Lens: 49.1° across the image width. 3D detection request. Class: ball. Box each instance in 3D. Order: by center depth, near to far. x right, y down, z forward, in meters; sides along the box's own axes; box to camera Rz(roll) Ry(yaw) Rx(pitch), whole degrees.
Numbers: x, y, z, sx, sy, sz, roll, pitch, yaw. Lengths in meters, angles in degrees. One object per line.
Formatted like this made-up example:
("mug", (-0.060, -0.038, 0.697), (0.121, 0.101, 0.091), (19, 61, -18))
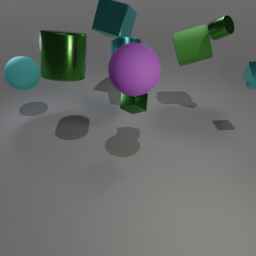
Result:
("ball", (0.169, -1.568, 7.542), (1.400, 1.400, 1.400), (0, 31, 0))
("ball", (-4.386, -2.269, 11.666), (1.400, 1.400, 1.400), (0, 31, 0))

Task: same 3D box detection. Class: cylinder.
("cylinder", (-2.025, -2.280, 8.788), (1.400, 1.400, 1.400), (5, 19, -2))
("cylinder", (3.434, -3.692, 10.348), (0.700, 0.700, 0.700), (-27, 11, -37))
("cylinder", (2.744, -3.495, 11.913), (1.400, 1.400, 1.400), (-12, 28, 16))
("cylinder", (-0.055, -3.174, 12.573), (1.400, 1.400, 1.400), (-3, -1, 0))

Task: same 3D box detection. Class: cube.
("cube", (4.510, -1.842, 9.708), (0.700, 0.700, 0.700), (-5, 65, 2))
("cube", (0.213, -0.965, 9.992), (0.700, 0.700, 0.700), (-9, -22, 41))
("cube", (-0.594, -4.841, 12.650), (1.400, 1.400, 1.400), (20, 13, 13))
